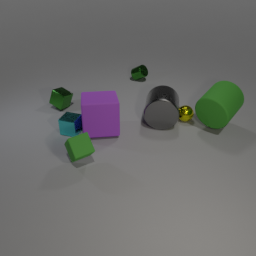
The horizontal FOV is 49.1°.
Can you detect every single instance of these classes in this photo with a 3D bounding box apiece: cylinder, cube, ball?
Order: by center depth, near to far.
[{"bbox_3d":[-1.596,0.639,9.204,0.700,0.700,0.700,-20,82,-26],"label":"cube"},{"bbox_3d":[3.576,-0.918,10.955,1.400,1.400,1.400,25,51,34],"label":"cylinder"},{"bbox_3d":[-1.091,-0.564,10.981,1.400,1.400,1.400,-4,27,-7],"label":"cube"},{"bbox_3d":[-2.260,-0.144,11.104,0.700,0.700,0.700,10,33,15],"label":"cube"},{"bbox_3d":[1.408,-0.854,11.573,1.400,1.400,1.400,4,32,7],"label":"cylinder"},{"bbox_3d":[2.434,-0.616,11.881,0.700,0.700,0.700,0,32,0],"label":"ball"},{"bbox_3d":[-3.048,-1.360,12.783,0.700,0.700,0.700,30,29,14],"label":"cube"},{"bbox_3d":[0.644,-3.094,15.628,0.700,0.700,0.700,-14,17,42],"label":"cylinder"}]
